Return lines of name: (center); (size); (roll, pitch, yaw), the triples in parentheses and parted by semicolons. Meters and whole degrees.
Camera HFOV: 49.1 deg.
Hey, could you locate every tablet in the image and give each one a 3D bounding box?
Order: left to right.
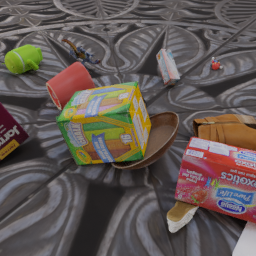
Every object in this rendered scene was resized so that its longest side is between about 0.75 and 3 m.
tablet: (3.311, 2.789, 5.919); (1.867, 0.127, 1.215); (25, 43, 29)

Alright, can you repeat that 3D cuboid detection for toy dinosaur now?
toy dinosaur: (-1.937, -3.366, 12.775); (0.906, 1.725, 1.565); (-33, -9, 17)

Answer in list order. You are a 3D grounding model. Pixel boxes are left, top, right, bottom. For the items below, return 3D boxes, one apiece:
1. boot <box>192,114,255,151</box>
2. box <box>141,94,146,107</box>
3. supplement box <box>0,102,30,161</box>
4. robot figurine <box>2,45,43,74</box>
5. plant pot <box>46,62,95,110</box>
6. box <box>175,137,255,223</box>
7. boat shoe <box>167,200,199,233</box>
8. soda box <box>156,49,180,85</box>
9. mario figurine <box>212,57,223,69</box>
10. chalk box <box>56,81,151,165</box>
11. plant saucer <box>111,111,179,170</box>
boot: (3.148, 0.347, 8.432); (2.016, 0.996, 2.597); (-2, 37, -2)
box: (-0.250, -1.119, 10.912); (1.564, 0.391, 1.576); (-8, 37, -12)
supplement box: (-4.120, -0.189, 7.750); (1.187, 2.300, 1.505); (34, 69, 33)
robot figurine: (-4.914, -3.226, 13.134); (1.631, 1.075, 1.858); (22, 42, 27)
plant pot: (-2.179, -1.485, 10.538); (1.423, 1.608, 1.608); (-30, 45, -19)
box: (2.617, 1.261, 6.753); (2.664, 1.272, 1.328); (13, 22, 16)
boat shoe: (1.293, 2.049, 6.652); (0.469, 0.459, 1.325); (15, 18, 36)
soda box: (1.730, -2.645, 12.160); (0.533, 0.496, 1.559); (-3, 68, -26)
mario figurine: (4.312, -3.144, 13.538); (0.535, 0.459, 0.867); (6, 36, 7)
chalk box: (-0.888, -0.084, 8.203); (2.695, 1.677, 1.668); (-8, 35, 18)
plant saucer: (0.550, 0.422, 8.052); (2.324, 0.425, 2.324); (-34, 21, 15)
